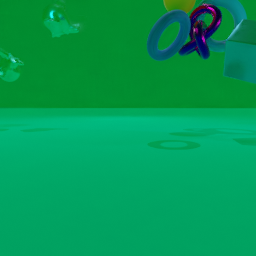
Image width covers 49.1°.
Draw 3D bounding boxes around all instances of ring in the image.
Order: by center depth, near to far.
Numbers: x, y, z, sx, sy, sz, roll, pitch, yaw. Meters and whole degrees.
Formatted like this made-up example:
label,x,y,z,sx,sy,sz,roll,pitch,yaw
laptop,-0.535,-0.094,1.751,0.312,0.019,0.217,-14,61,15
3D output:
label,x,y,z,sx,sy,sz,roll,pitch,yaw
ring,0.870,-1.939,5.942,1.133,1.133,0.227,-5,44,-47
ring,2.946,-3.382,9.124,1.839,1.839,0.368,5,33,47

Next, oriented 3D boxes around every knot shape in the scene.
label,x,y,z,sx,sy,sz,roll,pitch,yaw
knot shape,2.217,-2.802,8.637,0.821,1.776,1.662,16,39,-8

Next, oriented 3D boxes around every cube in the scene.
label,x,y,z,sx,sy,sz,roll,pitch,yaw
cube,2.758,-1.673,6.141,0.953,0.953,0.953,22,56,30

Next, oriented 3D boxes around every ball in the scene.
label,x,y,z,sx,sy,sz,roll,pitch,yaw
ball,1.584,-3.970,8.589,0.975,0.975,0.975,0,4,0

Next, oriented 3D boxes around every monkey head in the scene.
label,x,y,z,sx,sy,sz,roll,pitch,yaw
monkey head,-3.813,-1.941,8.762,0.975,0.816,1.355,38,2,-17
monkey head,-2.303,-3.738,9.665,1.232,1.032,1.713,1,45,6
